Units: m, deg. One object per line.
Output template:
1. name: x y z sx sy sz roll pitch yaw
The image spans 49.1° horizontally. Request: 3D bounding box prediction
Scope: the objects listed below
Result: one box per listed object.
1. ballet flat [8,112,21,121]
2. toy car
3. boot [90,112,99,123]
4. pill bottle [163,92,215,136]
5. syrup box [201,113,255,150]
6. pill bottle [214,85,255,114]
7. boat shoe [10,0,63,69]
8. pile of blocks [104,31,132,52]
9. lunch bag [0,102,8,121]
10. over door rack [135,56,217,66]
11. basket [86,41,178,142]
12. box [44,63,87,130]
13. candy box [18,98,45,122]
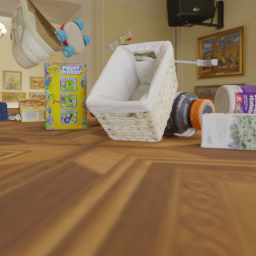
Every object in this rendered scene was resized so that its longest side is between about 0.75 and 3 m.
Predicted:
1. ballet flat: -4.869 -0.473 12.228 1.120 0.380 0.422 -2 26 30
2. toy car: -2.634 -3.672 11.704 1.474 1.304 1.359 4 40 37
3. boot: -0.295 -0.477 10.153 1.775 0.853 2.427 7 7 6
4. pill bottle: 1.044 -0.333 6.633 1.022 1.022 1.924 -5 7 -43
5. syrup box: 2.029 0.048 4.812 1.478 0.582 0.602 2 5 22
6. pill bottle: 5.200 -1.054 11.847 2.689 1.498 1.498 -2 5 -8
7. boat shoe: -2.205 -2.136 6.250 1.035 0.932 2.868 46 7 -39
8. pile of blocks: -0.389 -3.833 12.666 1.433 0.445 0.588 -33 21 -1
9. lunch bag: -5.442 -0.729 11.651 0.589 0.891 0.605 3 6 30
10. over door rack: 1.087 -0.952 7.994 2.792 2.063 0.930 -2 11 -21
11. basket: 0.202 -0.730 5.715 1.285 1.170 1.896 2 48 25
12. box: -1.925 -0.954 8.700 1.185 1.871 1.942 -1 6 -12
13. candy box: -3.483 -0.798 11.966 2.157 0.596 1.245 -2 29 -26
